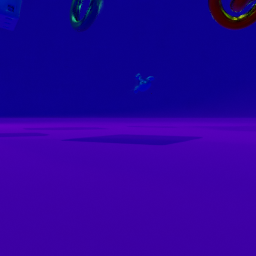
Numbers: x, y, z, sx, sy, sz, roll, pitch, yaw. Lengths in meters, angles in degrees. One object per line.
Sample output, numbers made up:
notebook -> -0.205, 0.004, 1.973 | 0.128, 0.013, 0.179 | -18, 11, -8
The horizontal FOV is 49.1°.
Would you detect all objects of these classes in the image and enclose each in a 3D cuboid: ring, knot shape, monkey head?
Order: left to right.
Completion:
ring -> -1.305, -3.741, 8.536 | 0.326, 1.628, 1.628 | 10, -4, -39
monkey head -> 0.602, -1.921, 11.758 | 1.022, 0.735, 0.616 | -37, 17, 10
knot shape -> 2.788, -2.958, 6.033 | 2.093, 0.967, 1.959 | -6, -3, 19

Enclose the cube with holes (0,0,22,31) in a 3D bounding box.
cube with holes -> -3.469, -3.462, 7.211 | 1.284, 1.284, 1.284 | 9, 0, -28
